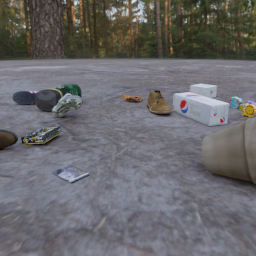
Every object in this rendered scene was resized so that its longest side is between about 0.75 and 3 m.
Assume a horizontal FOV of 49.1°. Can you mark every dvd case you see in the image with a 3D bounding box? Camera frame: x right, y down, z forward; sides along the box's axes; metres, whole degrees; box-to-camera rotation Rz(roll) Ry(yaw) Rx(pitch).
[{"bbox_3d":[-1.367,1.088,6.688,0.761,0.061,0.566,16,23,40],"label":"dvd case"}]

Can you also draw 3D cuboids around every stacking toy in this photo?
[{"bbox_3d":[5.226,-1.103,12.753,1.896,0.591,2.515,-10,20,-30],"label":"stacking toy"}]

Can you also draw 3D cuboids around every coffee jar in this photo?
[{"bbox_3d":[-3.225,-1.463,13.167,1.214,0.994,2.329,4,18,18],"label":"coffee jar"}]

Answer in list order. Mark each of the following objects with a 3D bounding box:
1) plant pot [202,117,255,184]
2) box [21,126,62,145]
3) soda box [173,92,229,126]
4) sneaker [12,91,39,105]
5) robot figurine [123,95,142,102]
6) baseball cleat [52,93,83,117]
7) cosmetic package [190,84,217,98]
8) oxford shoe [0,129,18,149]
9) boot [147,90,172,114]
[{"bbox_3d":[2.484,0.550,6.455,1.305,1.504,1.504,-7,11,34],"label":"plant pot"},{"bbox_3d":[-2.728,0.222,8.892,0.829,0.256,1.038,-3,17,19],"label":"box"},{"bbox_3d":[2.891,-0.838,11.491,0.887,0.829,2.605,-7,18,-22],"label":"soda box"},{"bbox_3d":[-4.668,-1.485,14.091,2.064,0.724,0.847,-1,-3,-2],"label":"sneaker"},{"bbox_3d":[0.247,-1.519,14.449,0.963,0.280,0.698,9,9,24],"label":"robot figurine"},{"bbox_3d":[-2.356,-1.078,11.112,1.963,0.684,1.045,-17,41,43],"label":"baseball cleat"},{"bbox_3d":[4.204,-2.067,15.668,1.065,0.657,1.069,-15,22,-41],"label":"cosmetic package"},{"bbox_3d":[-4.008,0.476,7.872,1.741,0.633,0.735,-9,28,-4],"label":"oxford shoe"},{"bbox_3d":[1.344,-1.160,12.523,0.823,0.843,2.235,-3,19,-14],"label":"boot"}]
